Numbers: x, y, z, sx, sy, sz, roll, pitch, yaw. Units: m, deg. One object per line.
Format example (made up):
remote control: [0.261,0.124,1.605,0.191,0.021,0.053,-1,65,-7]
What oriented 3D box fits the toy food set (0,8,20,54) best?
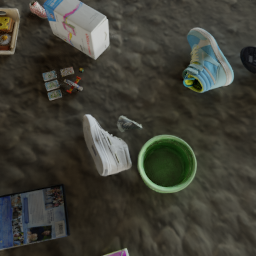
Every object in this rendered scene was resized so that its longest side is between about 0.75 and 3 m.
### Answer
toy food set: [-5.439,-3.968,11.429,1.614,0.679,2.249,0,69,0]

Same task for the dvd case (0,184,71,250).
dvd case: [-3.140,2.845,9.061,2.353,0.206,1.679,-11,68,-4]

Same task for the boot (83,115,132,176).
boot: [-0.737,0.515,9.732,1.147,0.883,2.400,-7,59,-28]

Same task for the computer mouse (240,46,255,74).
computer mouse: [5.509,-2.023,10.759,2.760,0.635,1.938,10,68,-6]

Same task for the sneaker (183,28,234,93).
sneaker: [2.602,-2.554,10.689,1.759,1.071,2.694,-24,70,-10]

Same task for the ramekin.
ramekin: [1.235,1.256,9.287,1.871,0.914,1.871,0,69,0]

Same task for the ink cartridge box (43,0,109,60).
ink cartridge box: [-1.940,-3.971,10.896,2.314,1.672,0.979,32,72,12]

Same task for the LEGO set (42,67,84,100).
LEGO set: [-2.418,-1.842,10.791,1.592,0.391,1.189,-17,73,-7]

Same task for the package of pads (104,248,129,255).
package of pads: [-0.457,4.247,8.416,1.147,0.391,0.886,-16,70,-6]

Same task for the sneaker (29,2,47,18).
sneaker: [-3.794,-5.057,11.956,0.955,0.499,0.360,26,69,8]

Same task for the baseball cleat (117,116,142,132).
baseball cleat: [0.030,-0.047,9.940,1.071,0.373,0.570,29,90,42]
